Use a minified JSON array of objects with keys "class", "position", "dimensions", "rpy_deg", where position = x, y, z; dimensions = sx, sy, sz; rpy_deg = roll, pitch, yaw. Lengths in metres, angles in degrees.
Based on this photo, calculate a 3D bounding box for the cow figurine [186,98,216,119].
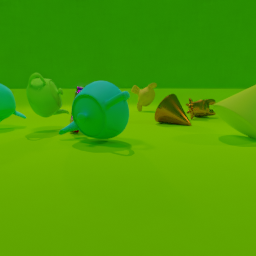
[{"class":"cow figurine","position":[2.540,-0.711,10.201],"dimensions":[1.355,0.756,1.377],"rpy_deg":[-5,0,-17]}]

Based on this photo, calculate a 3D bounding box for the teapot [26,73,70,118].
[{"class":"teapot","position":[-2.049,-0.782,7.220],"dimensions":[0.807,1.649,1.025],"rpy_deg":[-18,52,4]}]

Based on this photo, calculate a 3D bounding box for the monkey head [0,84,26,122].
[{"class":"monkey head","position":[-3.690,-0.734,7.713],"dimensions":[1.046,1.736,1.249],"rpy_deg":[-42,25,-13]}]

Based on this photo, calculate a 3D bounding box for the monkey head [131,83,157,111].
[{"class":"monkey head","position":[0.687,-1.519,12.729],"dimensions":[1.044,1.452,0.875],"rpy_deg":[29,9,-16]}]

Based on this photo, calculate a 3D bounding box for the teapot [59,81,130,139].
[{"class":"teapot","position":[-0.684,-0.294,5.808],"dimensions":[1.993,1.239,0.976],"rpy_deg":[-27,0,39]}]

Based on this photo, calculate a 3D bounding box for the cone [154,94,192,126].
[{"class":"cone","position":[1.518,-0.342,8.442],"dimensions":[1.026,1.022,1.022],"rpy_deg":[39,30,31]}]

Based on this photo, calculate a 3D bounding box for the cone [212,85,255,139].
[{"class":"cone","position":[2.751,-0.610,6.221],"dimensions":[1.213,1.218,1.213],"rpy_deg":[38,0,0]}]

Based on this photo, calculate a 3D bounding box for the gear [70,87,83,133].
[{"class":"gear","position":[-1.265,-0.462,7.036],"dimensions":[0.209,1.132,1.132],"rpy_deg":[10,6,-16]}]
